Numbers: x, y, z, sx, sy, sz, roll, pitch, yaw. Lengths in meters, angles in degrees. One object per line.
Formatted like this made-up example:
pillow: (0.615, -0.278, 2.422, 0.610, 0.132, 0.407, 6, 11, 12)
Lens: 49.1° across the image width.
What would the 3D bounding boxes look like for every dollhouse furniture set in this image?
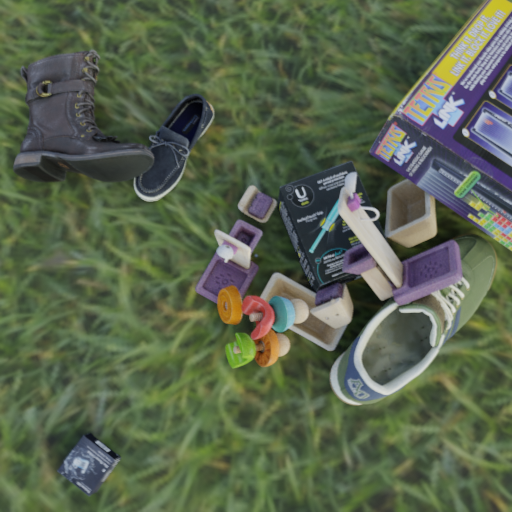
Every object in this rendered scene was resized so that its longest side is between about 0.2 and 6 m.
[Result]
dollhouse furniture set: (1.437, -0.621, 7.669, 1.921, 2.425, 1.721, -28, 115, 31)
dollhouse furniture set: (0.448, 0.120, 7.636, 2.216, 1.573, 1.756, 29, 79, 6)

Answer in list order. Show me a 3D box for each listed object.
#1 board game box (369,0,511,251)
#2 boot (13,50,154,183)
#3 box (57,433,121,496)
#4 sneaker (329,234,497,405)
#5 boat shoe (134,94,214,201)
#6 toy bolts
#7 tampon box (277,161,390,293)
board game box: (3.673, -1.916, 8.003, 2.773, 0.951, 3.354, 37, 63, 9)
boot: (-2.627, -2.204, 8.484, 2.373, 0.821, 2.066, 0, 74, 10)
box: (-2.272, 2.844, 7.649, 0.568, 0.339, 0.577, 34, 81, 8)
sneaker: (2.314, 0.820, 7.556, 3.147, 1.413, 1.055, -44, 81, -9)
boat shoe: (-1.287, -1.696, 8.571, 0.701, 0.585, 1.878, 31, 81, 6)
toy bolts: (0.126, 0.834, 7.727, 0.871, 1.256, 1.200, -4, 64, -28)
tampon box: (1.092, -0.371, 8.069, 1.128, 0.950, 1.505, -20, 78, -5)
